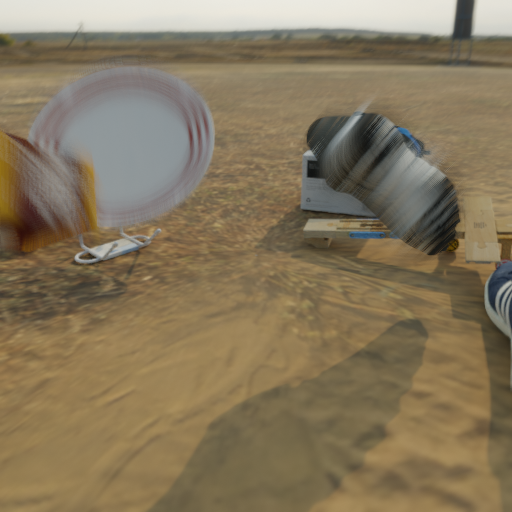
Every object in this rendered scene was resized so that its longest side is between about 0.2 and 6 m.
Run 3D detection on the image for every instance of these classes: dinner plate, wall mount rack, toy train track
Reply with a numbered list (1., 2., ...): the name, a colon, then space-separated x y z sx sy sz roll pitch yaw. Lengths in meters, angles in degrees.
1. dinner plate: -2.342 -1.923 9.791 3.266 0.396 3.266 -1 66 3
2. wall mount rack: -2.220 -0.246 9.088 1.190 0.511 1.369 21 32 40
3. toy train track: 2.722 -0.231 9.074 3.885 0.632 2.228 2 30 19

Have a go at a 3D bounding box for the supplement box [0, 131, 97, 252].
1. supplement box: -2.295 -0.556 5.302 1.067 0.718 1.082 -14 -15 31

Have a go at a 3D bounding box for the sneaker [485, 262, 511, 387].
1. sneaker: 3.382 0.474 6.426 1.146 1.292 3.057 5 23 11

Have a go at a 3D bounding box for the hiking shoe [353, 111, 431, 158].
1. hiking shoe: 3.540 -3.201 15.533 1.261 1.082 2.910 1 32 -18

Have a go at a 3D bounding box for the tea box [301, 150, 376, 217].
1. tea box: 1.949 -1.626 11.460 1.726 1.153 1.698 8 25 19

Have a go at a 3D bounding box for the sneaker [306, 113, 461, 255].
1. sneaker: 1.639 -0.965 7.248 2.837 0.943 1.283 33 0 -40
